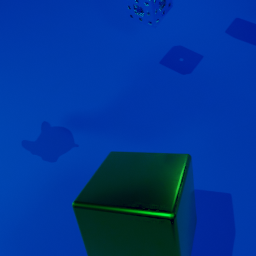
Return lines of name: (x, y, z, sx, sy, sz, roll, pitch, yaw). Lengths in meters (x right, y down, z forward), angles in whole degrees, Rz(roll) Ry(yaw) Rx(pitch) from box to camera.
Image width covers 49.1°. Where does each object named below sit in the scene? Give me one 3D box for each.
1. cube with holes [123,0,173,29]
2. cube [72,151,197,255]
cube with holes: (0.454, -2.909, 6.314, 0.778, 0.778, 0.778, 28, 73, 24)
cube: (0.193, 1.144, 3.734, 1.225, 1.225, 1.225, 0, 26, 21)
